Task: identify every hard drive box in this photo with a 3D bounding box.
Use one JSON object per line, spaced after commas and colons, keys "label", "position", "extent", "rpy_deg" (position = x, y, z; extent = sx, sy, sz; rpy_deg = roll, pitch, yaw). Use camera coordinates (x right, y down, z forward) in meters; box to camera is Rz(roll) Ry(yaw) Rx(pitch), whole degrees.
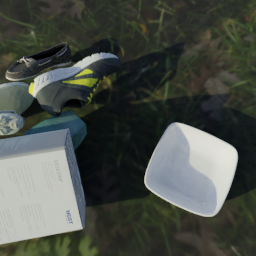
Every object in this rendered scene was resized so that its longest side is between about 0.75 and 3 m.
{"label": "hard drive box", "position": [-2.477, 1.357, 6.238], "extent": [2.724, 1.046, 2.123], "rpy_deg": [-8, 112, -4]}

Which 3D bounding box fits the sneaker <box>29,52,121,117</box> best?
{"label": "sneaker", "position": [-1.217, -1.119, 7.531], "extent": [2.675, 0.996, 1.132], "rpy_deg": [-28, 84, -25]}

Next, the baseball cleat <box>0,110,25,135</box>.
{"label": "baseball cleat", "position": [-3.370, -0.104, 6.476], "extent": [1.867, 0.994, 0.651], "rpy_deg": [4, 100, -12]}

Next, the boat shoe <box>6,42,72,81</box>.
{"label": "boat shoe", "position": [-2.520, -1.950, 7.963], "extent": [0.708, 0.604, 2.119], "rpy_deg": [30, 43, 29]}

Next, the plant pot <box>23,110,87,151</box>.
{"label": "plant pot", "position": [-1.814, 0.248, 7.451], "extent": [1.374, 0.971, 0.970], "rpy_deg": [-41, 73, -21]}

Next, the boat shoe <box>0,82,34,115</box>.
{"label": "boat shoe", "position": [-4.035, -0.597, 7.614], "extent": [2.932, 1.023, 1.044], "rpy_deg": [-27, 46, -9]}

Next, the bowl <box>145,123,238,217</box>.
{"label": "bowl", "position": [1.570, 1.084, 7.150], "extent": [1.998, 0.747, 2.001], "rpy_deg": [24, 71, 10]}
